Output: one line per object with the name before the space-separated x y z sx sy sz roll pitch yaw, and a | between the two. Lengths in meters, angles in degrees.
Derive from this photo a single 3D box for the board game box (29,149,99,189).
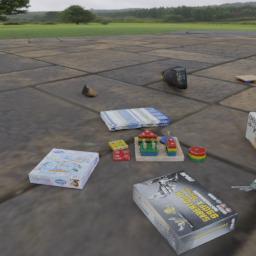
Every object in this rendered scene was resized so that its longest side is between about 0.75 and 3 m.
board game box | -1.249 0.792 5.673 1.059 0.218 1.057 5 24 12

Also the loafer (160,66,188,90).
loafer | 1.793 -1.937 10.993 0.877 0.883 2.425 -7 12 3

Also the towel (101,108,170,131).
towel | 0.170 -0.285 8.144 1.790 0.213 1.314 -6 22 -18

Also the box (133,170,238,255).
box | 0.850 1.249 4.501 1.075 0.328 1.357 -11 26 -24

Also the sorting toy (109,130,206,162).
sorting toy | 0.619 0.356 6.485 2.184 0.369 1.053 0 24 0

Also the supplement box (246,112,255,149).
supplement box | 3.947 0.165 6.443 1.984 0.730 1.250 0 23 2

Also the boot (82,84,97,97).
boot | -1.481 -1.378 10.585 0.382 0.372 1.012 19 12 -28

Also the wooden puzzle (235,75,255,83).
wooden puzzle | 5.357 -2.148 12.366 0.897 0.224 0.969 -6 20 -14

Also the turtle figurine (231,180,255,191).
turtle figurine | 2.856 0.962 4.449 2.036 1.025 1.524 1 23 -12
